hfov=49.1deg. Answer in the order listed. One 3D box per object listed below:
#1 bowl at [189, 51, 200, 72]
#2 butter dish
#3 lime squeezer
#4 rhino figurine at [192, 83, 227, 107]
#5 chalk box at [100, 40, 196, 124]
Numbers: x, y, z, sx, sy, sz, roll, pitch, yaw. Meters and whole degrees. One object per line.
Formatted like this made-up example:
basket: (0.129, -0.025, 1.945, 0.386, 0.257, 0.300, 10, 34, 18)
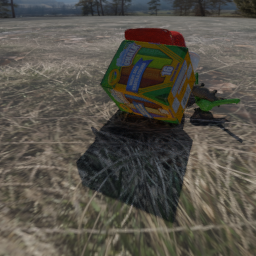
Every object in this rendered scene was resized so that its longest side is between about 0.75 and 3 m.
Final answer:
bowl: (2.308, -2.739, 12.916, 2.005, 0.901, 2.005, 1, -9, 0)
butter dish: (1.456, -2.813, 11.049, 1.978, 2.668, 2.676, -33, 33, -26)
lime squeezer: (2.816, -1.219, 10.202, 0.532, 0.997, 2.822, 16, 22, -25)
rhino figurine: (2.919, -1.159, 10.000, 1.467, 0.439, 0.641, 32, 36, 23)
chalk box: (0.441, -1.557, 9.189, 2.954, 1.831, 1.843, 15, 73, 27)
